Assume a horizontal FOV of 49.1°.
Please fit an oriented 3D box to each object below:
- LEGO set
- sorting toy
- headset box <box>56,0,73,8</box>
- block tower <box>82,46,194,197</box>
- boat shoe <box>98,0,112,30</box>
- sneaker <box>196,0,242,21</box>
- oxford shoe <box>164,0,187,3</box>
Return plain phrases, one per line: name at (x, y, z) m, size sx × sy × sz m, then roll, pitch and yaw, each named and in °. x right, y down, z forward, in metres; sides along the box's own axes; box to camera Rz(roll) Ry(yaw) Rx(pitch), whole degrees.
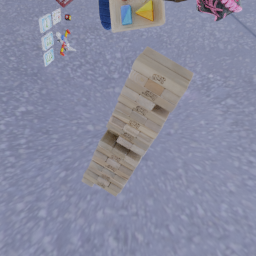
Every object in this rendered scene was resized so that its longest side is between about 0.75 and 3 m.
LEGO set at (-1.827, -2.521, 7.593) m, size 0.405 × 1.232 × 1.649 m, roll 10°, pitch 36°, yaw 8°
sorting toy at (0.157, -3.776, 7.504) m, size 1.593 × 2.155 × 0.317 m, roll -2°, pitch 8°, yaw 22°
headset box at (-2.214, -4.424, 8.340) m, size 0.549 × 1.463 × 1.087 m, roll -29°, pitch 64°, yaw 17°
block tower at (0.043, 0.055, 3.773) m, size 0.666 × 2.303 × 0.622 m, roll 31°, pitch 43°, yaw 1°
boat shoe at (-0.417, -4.730, 8.996) m, size 1.053 × 2.908 × 1.051 m, roll -27°, pitch 45°, yaw -35°
sneaker at (2.298, -3.808, 8.120) m, size 2.262 × 1.079 × 0.894 m, roll 19°, pitch 63°, yaw -35°
oxford shoe at (0.881, -3.145, 5.936) m, size 0.846 × 0.728 × 2.003 m, roll -20°, pitch 34°, yaw 1°
